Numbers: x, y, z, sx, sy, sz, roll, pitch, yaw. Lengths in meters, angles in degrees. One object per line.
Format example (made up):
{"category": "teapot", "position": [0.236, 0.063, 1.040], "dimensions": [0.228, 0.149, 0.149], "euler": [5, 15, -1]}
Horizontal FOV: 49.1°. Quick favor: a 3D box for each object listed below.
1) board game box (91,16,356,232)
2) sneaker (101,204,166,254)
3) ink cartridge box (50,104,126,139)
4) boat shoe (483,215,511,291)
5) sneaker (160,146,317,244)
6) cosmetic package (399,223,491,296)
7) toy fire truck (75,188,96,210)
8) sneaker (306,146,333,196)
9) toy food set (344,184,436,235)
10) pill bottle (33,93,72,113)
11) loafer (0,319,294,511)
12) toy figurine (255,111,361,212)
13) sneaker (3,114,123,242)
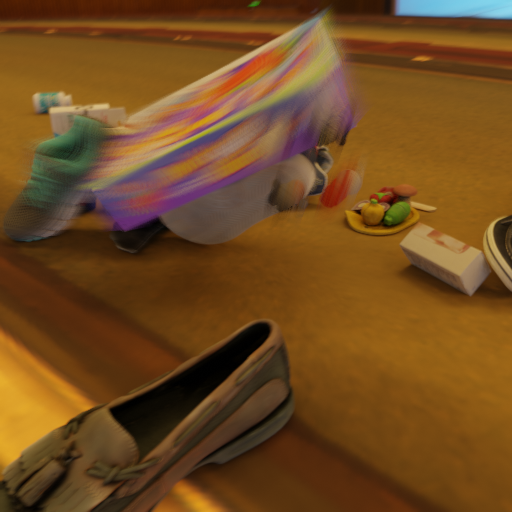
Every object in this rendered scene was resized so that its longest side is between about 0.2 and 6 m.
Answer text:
{"category": "board game box", "position": [-0.430, -1.826, 7.622], "dimensions": [3.325, 0.744, 2.236], "euler": [-22, 34, 18]}
{"category": "sneaker", "position": [-1.221, -1.419, 10.015], "dimensions": [3.955, 1.188, 2.063], "euler": [-29, 36, -33]}
{"category": "ink cartridge box", "position": [-3.906, -3.005, 13.156], "dimensions": [1.655, 0.958, 0.552], "euler": [-9, 27, -17]}
{"category": "boat shoe", "position": [4.040, -0.307, 7.953], "dimensions": [2.725, 0.848, 1.017], "euler": [-26, 79, -43]}
{"category": "sneaker", "position": [-0.236, -1.067, 8.337], "dimensions": [2.820, 1.057, 1.192], "euler": [-16, 39, 36]}
{"category": "cosmetic package", "position": [2.608, 0.028, 7.777], "dimensions": [0.475, 0.563, 1.088], "euler": [-48, 43, -4]}
{"category": "toy fire truck", "position": [-3.566, -1.076, 9.990], "dimensions": [1.153, 0.742, 1.015], "euler": [-14, 30, -44]}
{"category": "sneaker", "position": [0.851, -1.927, 11.243], "dimensions": [1.361, 1.016, 3.031], "euler": [10, 29, 2]}
{"category": "toy food set", "position": [2.285, -0.929, 9.682], "dimensions": [1.758, 0.574, 1.034], "euler": [-25, 37, -38]}
{"category": "pill bottle", "position": [-5.903, -4.452, 16.281], "dimensions": [0.997, 0.552, 0.552], "euler": [-8, 29, -12]}
{"category": "loafer", "position": [-1.011, 1.477, 4.714], "dimensions": [3.263, 1.026, 1.172], "euler": [-23, 36, -36]}
{"category": "toy figurine", "position": [0.514, -0.902, 5.423], "dimensions": [0.895, 0.909, 0.632], "euler": [-6, 20, 34]}
{"category": "sneaker", "position": [-3.120, -1.262, 8.631], "dimensions": [0.981, 2.529, 1.154], "euler": [50, 6, 22]}
